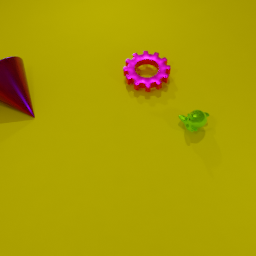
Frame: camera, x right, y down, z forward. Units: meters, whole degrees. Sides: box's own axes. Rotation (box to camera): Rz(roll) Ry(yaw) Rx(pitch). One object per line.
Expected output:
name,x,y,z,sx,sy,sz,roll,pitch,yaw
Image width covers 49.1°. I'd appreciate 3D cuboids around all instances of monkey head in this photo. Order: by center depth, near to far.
monkey head,1.826,-0.288,7.874,1.038,0.626,0.747,-7,44,-47

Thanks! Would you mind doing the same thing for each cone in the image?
cone,-3.284,-0.937,8.280,1.638,1.638,1.644,-40,90,-24

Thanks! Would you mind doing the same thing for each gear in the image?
gear,0.606,-1.847,9.034,1.492,0.276,1.492,-1,60,2
